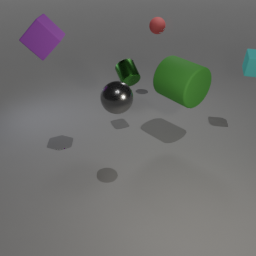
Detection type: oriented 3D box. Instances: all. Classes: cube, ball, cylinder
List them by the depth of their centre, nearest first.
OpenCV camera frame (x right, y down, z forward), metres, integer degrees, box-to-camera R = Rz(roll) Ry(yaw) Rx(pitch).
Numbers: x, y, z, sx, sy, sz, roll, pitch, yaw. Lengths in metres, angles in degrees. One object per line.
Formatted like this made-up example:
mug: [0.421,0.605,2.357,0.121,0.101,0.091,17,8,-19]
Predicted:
ball: [-0.237,-0.642,5.933,0.700,0.700,0.700,0,29,0]
cube: [-2.057,-2.209,6.794,0.700,0.700,0.700,-40,24,20]
cylinder: [1.805,-1.555,9.379,1.400,1.400,1.400,-22,41,-35]
cube: [4.375,-2.212,9.570,0.700,0.700,0.700,8,43,9]
cylinder: [-0.009,-1.907,9.699,0.700,0.700,0.700,-13,67,-23]
ball: [1.266,-4.408,12.068,0.700,0.700,0.700,0,29,0]
